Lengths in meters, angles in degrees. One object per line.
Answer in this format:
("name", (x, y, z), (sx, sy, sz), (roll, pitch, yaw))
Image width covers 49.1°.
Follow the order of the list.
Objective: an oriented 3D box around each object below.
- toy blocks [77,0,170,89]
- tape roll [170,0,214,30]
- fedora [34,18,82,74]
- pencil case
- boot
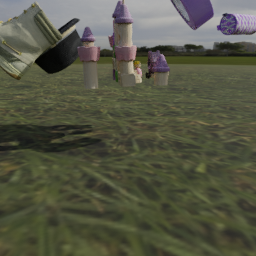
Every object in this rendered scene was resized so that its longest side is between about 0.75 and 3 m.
("toy blocks", (-0.059, -2.127, 7.001), (2.355, 1.982, 2.200), (-4, 15, -8))
("tape roll", (1.538, -3.548, 7.490), (0.592, 1.805, 1.805), (-34, 10, 13))
("fedora", (-2.281, -2.573, 9.284), (2.308, 1.054, 2.308), (-29, 26, 16))
("pencil case", (2.624, -2.417, 6.606), (1.178, 0.494, 0.504), (-13, -1, -36))
("boot", (-2.764, -2.418, 6.548), (1.643, 2.125, 0.766), (-43, 5, 0))
